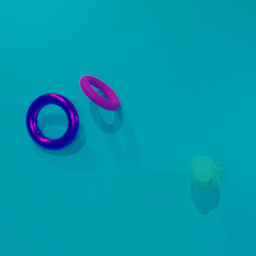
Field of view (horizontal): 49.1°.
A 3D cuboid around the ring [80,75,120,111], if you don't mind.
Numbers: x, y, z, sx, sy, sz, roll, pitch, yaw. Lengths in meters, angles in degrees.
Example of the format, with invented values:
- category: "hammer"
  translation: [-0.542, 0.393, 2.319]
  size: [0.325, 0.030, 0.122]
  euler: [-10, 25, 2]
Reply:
- category: "ring"
  translation: [-0.687, -0.874, 6.953]
  size: [1.178, 1.178, 0.236]
  euler: [48, 113, 15]

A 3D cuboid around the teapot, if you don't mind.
- category: "teapot"
  translation: [1.755, 0.971, 6.145]
  size: [0.637, 1.302, 0.809]
  euler: [-20, 91, 26]

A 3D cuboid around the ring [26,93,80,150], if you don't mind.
- category: "ring"
  translation: [-1.851, -0.151, 6.845]
  size: [1.408, 0.282, 1.408]
  euler: [1, 96, 13]
